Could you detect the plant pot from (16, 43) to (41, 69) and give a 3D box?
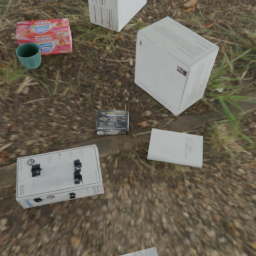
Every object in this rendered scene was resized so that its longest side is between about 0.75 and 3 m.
[{"bbox_3d":[-3.782,-2.740,10.867,0.891,0.715,0.891,0,55,0],"label":"plant pot"}]

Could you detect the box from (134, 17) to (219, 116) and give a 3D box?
[{"bbox_3d":[1.490,-2.069,9.437,1.464,2.239,2.228,-34,61,-25],"label":"box"}]

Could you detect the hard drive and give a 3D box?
[{"bbox_3d":[1.487,0.607,8.747,1.631,0.214,1.076,8,55,6],"label":"hard drive"}]

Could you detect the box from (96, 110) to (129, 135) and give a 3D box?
[{"bbox_3d":[-0.514,-0.184,9.294,1.064,0.257,0.843,1,54,0],"label":"box"}]

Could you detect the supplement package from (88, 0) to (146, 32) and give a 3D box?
[{"bbox_3d":[-0.387,-6.044,12.377,1.514,2.126,2.730,25,58,17],"label":"supplement package"}]

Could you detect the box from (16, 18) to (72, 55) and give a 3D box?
[{"bbox_3d":[-3.349,-3.657,11.345,2.021,1.037,0.957,-6,55,-6],"label":"box"}]

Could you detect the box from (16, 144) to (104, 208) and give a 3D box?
[{"bbox_3d":[-1.888,1.352,7.918,2.275,0.684,1.327,-11,55,-7],"label":"box"}]

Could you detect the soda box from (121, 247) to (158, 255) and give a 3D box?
[{"bbox_3d":[-0.438,3.433,6.334,2.386,0.815,0.757,-11,55,-7],"label":"soda box"}]
